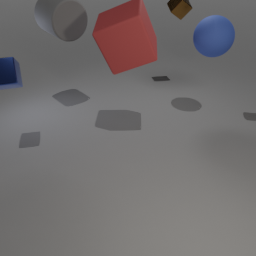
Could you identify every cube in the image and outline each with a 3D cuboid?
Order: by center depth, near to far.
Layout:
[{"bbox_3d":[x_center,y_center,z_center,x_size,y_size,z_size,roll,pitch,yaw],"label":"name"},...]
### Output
[{"bbox_3d":[-3.282,-1.438,7.467,0.700,0.700,0.700,-9,2,-9],"label":"cube"},{"bbox_3d":[-0.030,-2.665,8.151,1.400,1.400,1.400,-15,41,18],"label":"cube"},{"bbox_3d":[2.241,-5.311,12.173,0.700,0.700,0.700,19,45,-37],"label":"cube"}]

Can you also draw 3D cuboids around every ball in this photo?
[{"bbox_3d":[2.994,-3.193,9.793,1.400,1.400,1.400,0,30,0],"label":"ball"}]

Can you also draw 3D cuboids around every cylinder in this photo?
[{"bbox_3d":[-2.388,-3.956,9.978,1.400,1.400,1.400,-22,42,-34],"label":"cylinder"}]
